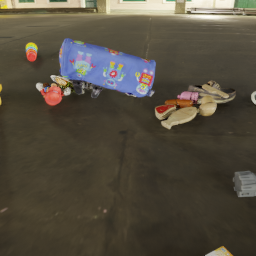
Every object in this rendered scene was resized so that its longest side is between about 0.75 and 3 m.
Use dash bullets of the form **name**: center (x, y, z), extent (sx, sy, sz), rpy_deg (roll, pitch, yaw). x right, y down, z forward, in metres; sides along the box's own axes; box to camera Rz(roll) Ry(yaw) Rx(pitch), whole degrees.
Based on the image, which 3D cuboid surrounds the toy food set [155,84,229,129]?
- **toy food set**: center (2.039, -0.721, 9.677), extent (2.662, 0.419, 1.692), rpy_deg (-23, 36, -18)

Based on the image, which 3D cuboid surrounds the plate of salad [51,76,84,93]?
- **plate of salad**: center (-2.396, -1.640, 11.006), extent (1.412, 0.339, 1.412), rpy_deg (22, -10, 4)

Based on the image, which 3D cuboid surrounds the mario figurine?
- **mario figurine**: center (-2.835, -1.502, 10.668), extent (1.028, 0.883, 1.665), rpy_deg (-33, 27, -6)

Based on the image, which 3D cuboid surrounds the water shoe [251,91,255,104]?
- **water shoe**: center (5.325, -1.124, 10.442), extent (1.935, 0.692, 0.763), rpy_deg (-4, 4, -14)

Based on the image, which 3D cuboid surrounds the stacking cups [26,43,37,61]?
- **stacking cups**: center (-5.869, -4.590, 17.183), extent (0.716, 0.716, 2.368), rpy_deg (-9, 32, -17)

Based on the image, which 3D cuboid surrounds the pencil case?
- **pencil case**: center (-0.525, -1.512, 7.315), extent (2.543, 1.104, 0.992), rpy_deg (13, 28, -12)

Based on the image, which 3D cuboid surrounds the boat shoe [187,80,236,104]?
- **boat shoe**: center (3.196, -1.382, 10.636), extent (2.019, 0.740, 0.752), rpy_deg (-7, 28, -13)

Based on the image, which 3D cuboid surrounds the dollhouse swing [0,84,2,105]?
- **dollhouse swing**: center (-5.938, -1.657, 9.939), extent (2.423, 2.202, 2.130), rpy_deg (-4, 48, -7)

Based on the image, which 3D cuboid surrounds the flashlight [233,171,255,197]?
- **flashlight**: center (3.111, 1.086, 5.981), extent (1.649, 0.560, 0.558), rpy_deg (-1, 27, -4)

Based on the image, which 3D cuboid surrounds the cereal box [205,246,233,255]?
- **cereal box**: center (1.224, 2.264, 4.007), extent (1.138, 0.225, 0.819), rpy_deg (-14, 30, -26)

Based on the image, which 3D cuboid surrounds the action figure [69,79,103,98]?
- **action figure**: center (-1.646, -2.182, 11.348), extent (1.709, 1.467, 2.876), rpy_deg (11, 18, -16)
